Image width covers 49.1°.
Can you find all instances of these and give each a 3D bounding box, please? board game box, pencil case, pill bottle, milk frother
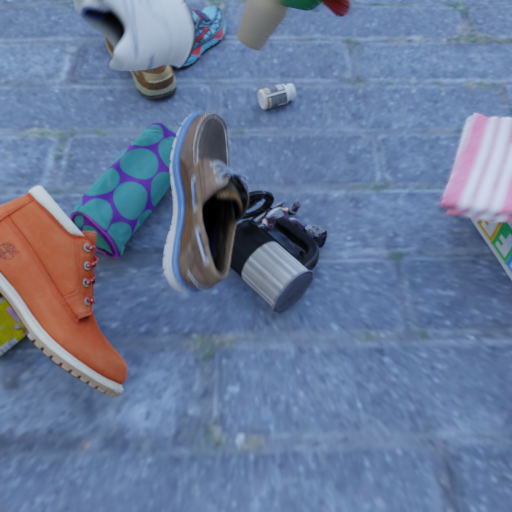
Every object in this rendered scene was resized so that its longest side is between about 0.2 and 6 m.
[{"bbox_3d":[5.996,-0.680,8.626,4.819,0.825,3.240,-14,56,-9],"label":"board game box"},{"bbox_3d":[-1.905,-1.037,8.743,0.962,1.045,2.261,23,58,15],"label":"pencil case"},{"bbox_3d":[0.391,-3.005,10.516,0.656,0.382,0.382,-18,57,-13],"label":"pill bottle"},{"bbox_3d":[0.169,-0.093,7.837,1.255,1.334,1.204,41,90,25],"label":"milk frother"}]

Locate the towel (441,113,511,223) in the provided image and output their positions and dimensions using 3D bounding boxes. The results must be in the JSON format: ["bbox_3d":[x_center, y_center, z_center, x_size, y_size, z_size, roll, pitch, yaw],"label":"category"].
[{"bbox_3d":[4.056,-1.182,7.459,2.739,0.410,2.004,8,51,27],"label":"towel"}]

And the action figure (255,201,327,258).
[{"bbox_3d":[0.497,-0.493,8.754,0.829,0.442,1.274,-42,61,-17],"label":"action figure"}]

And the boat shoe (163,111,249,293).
[{"bbox_3d":[-0.493,-0.689,6.603,0.815,0.813,2.251,-7,75,38],"label":"boat shoe"}]

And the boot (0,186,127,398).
[{"bbox_3d":[-2.337,0.469,7.038,1.507,1.055,2.811,-43,103,-21],"label":"boot"}]

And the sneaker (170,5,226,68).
[{"bbox_3d":[-1.194,-4.638,11.321,0.751,0.905,1.894,22,58,14],"label":"sneaker"}]

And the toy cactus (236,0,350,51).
[{"bbox_3d":[0.469,-4.371,8.677,1.461,2.357,2.857,-14,55,-50],"label":"toy cactus"}]

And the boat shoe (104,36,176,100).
[{"bbox_3d":[-2.278,-4.096,10.939,0.936,0.914,2.474,-28,60,-18],"label":"boat shoe"}]

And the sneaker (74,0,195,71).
[{"bbox_3d":[-1.851,-3.654,7.139,1.209,1.034,2.776,-29,91,-30],"label":"sneaker"}]

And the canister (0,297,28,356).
[{"bbox_3d":[-3.264,0.595,7.607,0.617,1.058,1.425,30,61,35],"label":"canister"}]
